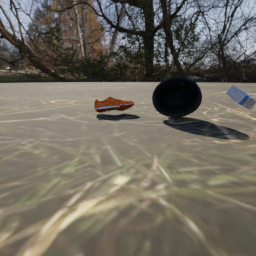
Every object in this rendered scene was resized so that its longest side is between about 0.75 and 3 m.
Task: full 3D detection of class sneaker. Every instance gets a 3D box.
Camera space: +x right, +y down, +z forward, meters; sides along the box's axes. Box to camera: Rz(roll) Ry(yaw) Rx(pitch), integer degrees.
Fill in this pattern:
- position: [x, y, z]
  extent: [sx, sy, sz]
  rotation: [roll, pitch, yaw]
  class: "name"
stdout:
- position: [-0.474, -0.883, 9.858]
  extent: [1.428, 0.551, 0.521]
  rotation: [-3, -19, -13]
  class: "sneaker"

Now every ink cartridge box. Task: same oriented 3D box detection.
- position: [3.777, -0.970, 9.188]
  extent: [1.102, 0.374, 0.639]
  rotation: [14, 30, -43]
  class: "ink cartridge box"

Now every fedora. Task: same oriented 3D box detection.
- position: [1.606, -0.908, 9.210]
  extent: [1.590, 1.590, 0.726]
  rotation: [2, -20, 11]
  class: "fedora"
